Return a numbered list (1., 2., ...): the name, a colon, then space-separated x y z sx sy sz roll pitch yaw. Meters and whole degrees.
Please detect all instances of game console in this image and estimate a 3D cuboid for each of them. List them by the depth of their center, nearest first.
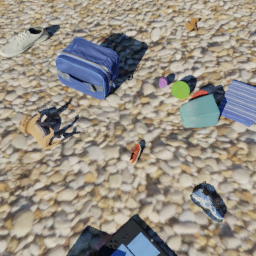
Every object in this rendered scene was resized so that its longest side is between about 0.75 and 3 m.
1. game console: 0.212 4.106 8.794 1.737 0.305 1.964 -39 66 -22

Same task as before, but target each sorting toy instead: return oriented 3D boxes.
1. sorting toy: 2.558 -1.753 12.402 2.398 0.831 0.826 24 38 12

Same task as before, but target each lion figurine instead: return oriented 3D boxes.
1. lion figurine: -3.464 0.196 11.004 1.266 0.749 2.067 -45 71 11

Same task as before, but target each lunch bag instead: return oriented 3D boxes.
1. lunch bag: -1.676 -2.410 12.041 2.675 1.818 1.770 23 61 12

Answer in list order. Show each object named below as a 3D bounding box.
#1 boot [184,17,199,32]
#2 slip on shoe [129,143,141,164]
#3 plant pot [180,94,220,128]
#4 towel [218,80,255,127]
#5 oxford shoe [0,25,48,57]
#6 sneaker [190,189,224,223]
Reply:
1. boot: 3.493 -5.478 14.866 0.910 0.349 0.707 -19 59 -11
2. slip on shoe: 0.269 0.955 10.760 0.268 0.325 0.877 38 58 -28
3. plant pot: 2.861 -0.598 11.450 1.369 0.968 0.967 -12 58 2
4. towel: 4.934 -1.107 12.192 1.570 0.259 2.169 25 59 17
5. oxford shoe: -5.203 -4.390 13.953 2.579 0.745 0.970 -34 67 -17
6. sneaker: 2.776 2.644 9.596 0.518 0.509 1.346 -38 66 -17
